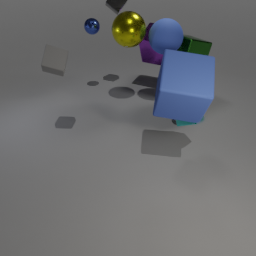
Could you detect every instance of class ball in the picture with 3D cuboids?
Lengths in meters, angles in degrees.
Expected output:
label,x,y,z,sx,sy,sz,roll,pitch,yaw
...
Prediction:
label,x,y,z,sx,sy,sz,roll,pitch,yaw
ball,0.038,-3.967,11.293,1.400,1.400,1.400,0,31,0
ball,1.531,-3.696,11.349,1.400,1.400,1.400,0,31,0
ball,-1.604,-4.525,12.469,0.700,0.700,0.700,0,31,0

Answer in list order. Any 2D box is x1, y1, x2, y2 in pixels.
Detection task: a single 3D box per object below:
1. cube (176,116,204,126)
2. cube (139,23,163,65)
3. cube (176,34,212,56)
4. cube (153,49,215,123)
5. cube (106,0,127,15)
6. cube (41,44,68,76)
label,x,y,z,sx,sy,sz,roll,pitch,yaw
cube,2.040,-0.483,9.328,0.700,0.700,0.700,-7,6,38
cube,1.492,-4.082,13.690,1.400,1.400,1.400,17,59,23
cube,2.639,-3.382,12.631,1.400,1.400,1.400,-5,30,-36
cube,1.547,-1.146,7.930,1.400,1.400,1.400,9,64,2
cube,-0.513,-5.558,12.376,0.700,0.700,0.700,36,8,-13
cube,-2.324,-2.135,8.920,0.700,0.700,0.700,13,-6,-13
